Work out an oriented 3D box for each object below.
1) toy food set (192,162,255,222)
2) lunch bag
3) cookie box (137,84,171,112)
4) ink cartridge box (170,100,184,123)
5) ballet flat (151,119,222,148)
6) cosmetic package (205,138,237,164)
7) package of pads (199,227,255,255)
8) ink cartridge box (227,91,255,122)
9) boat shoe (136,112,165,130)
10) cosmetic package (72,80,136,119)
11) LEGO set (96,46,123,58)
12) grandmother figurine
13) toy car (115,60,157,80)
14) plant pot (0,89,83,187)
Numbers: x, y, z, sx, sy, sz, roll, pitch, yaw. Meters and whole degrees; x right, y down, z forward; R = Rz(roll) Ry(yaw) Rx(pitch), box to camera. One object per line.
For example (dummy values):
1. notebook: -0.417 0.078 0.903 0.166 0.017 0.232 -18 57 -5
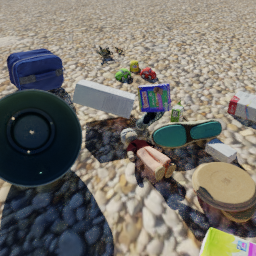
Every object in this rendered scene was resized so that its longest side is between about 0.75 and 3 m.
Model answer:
1. toy food set: 3.010 1.811 8.666 2.049 0.498 2.028 20 40 26
2. lunch bag: -4.456 -2.795 14.009 2.659 1.807 1.759 -22 41 -30
3. cookie box: 0.862 -0.980 9.218 1.020 0.872 0.383 0 14 25
4. ink cartridge box: 2.195 -0.675 11.953 0.377 0.737 0.997 20 40 26
5. ballet flat: 2.179 0.169 10.795 2.847 0.989 0.989 -5 36 -10
6. cosmetic package: 3.356 0.840 10.127 0.556 0.400 0.986 -23 42 -28
7. package of pads: 2.280 3.303 6.475 1.362 0.601 1.763 15 38 20
8. ink cartridge box: 5.404 -0.933 12.382 1.583 0.656 1.154 25 43 31
9. boat shoe: 1.033 -0.547 11.007 1.717 0.530 0.625 -40 89 -25
10. cosmetic package: -0.970 -1.243 11.803 2.445 0.871 1.240 17 17 -1
11. LEGO set: -1.272 -4.869 18.199 2.023 0.573 1.314 -4 35 -28
12. grandmother figurine: 0.588 0.800 9.889 1.508 0.753 2.487 3 28 -43
13. toy car: 0.229 -3.204 15.714 2.107 0.499 2.239 -21 40 -27
14. plant pot: -3.147 0.227 9.246 2.951 2.951 1.977 -14 11 -19
